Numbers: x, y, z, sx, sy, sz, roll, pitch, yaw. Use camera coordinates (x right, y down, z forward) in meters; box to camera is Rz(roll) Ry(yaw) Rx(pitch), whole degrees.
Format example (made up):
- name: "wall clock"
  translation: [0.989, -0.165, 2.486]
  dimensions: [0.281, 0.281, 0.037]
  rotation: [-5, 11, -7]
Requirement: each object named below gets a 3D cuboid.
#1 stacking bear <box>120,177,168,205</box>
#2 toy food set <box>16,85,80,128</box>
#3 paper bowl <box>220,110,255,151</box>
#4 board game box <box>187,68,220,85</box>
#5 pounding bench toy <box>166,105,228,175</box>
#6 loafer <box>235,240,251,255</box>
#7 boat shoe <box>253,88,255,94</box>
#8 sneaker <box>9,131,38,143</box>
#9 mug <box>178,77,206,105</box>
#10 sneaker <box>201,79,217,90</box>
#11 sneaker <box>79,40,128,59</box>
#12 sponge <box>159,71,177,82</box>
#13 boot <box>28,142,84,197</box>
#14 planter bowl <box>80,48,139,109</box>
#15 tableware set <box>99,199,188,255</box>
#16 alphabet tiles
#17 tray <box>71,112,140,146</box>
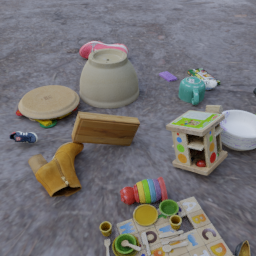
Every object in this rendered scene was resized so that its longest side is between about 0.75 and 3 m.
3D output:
- name: "stacking bear"
  translation: [0.408, 1.810, 7.814]
  dimensions: [1.247, 0.709, 0.757]
  rotation: [-10, 36, -4]
- name: "toy food set"
  translation: [-3.280, -1.009, 11.570]
  dimensions: [2.539, 0.618, 2.513]
  rotation: [27, 45, 32]
- name: "paper bowl"
  translation: [3.890, 0.144, 9.816]
  dimensions: [1.668, 0.868, 1.668]
  rotation: [0, 36, 0]
- name: "board game box"
  translation: [3.746, -2.530, 13.966]
  dimensions: [0.888, 0.199, 1.695]
  rotation: [-14, 39, -15]
- name: "pounding bench toy"
  translation: [2.427, 0.325, 8.884]
  dimensions: [2.052, 1.601, 1.275]
  rotation: [-31, 28, -36]
- name: "loafer"
  translation: [2.599, 3.049, 6.350]
  dimensions: [0.389, 0.386, 1.068]
  rotation: [11, 39, 12]
- name: "boat shoe"
  translation: [6.413, -2.009, 12.896]
  dimensions: [0.543, 0.658, 1.917]
  rotation: [28, 47, 33]
- name: "sneaker"
  translation: [-3.601, 0.350, 9.588]
  dimensions: [1.074, 0.403, 0.454]
  rotation: [3, 9, 26]
- name: "mug"
  translation: [2.899, -1.686, 12.272]
  dimensions: [1.131, 0.851, 1.376]
  rotation: [-22, 42, -27]
- name: "sneaker"
  translation: [3.418, -2.039, 12.964]
  dimensions: [1.381, 0.501, 0.496]
  rotation: [2, 80, 12]
- name: "sneaker"
  translation: [-1.359, -4.142, 15.420]
  dimensions: [2.763, 1.018, 1.198]
  rotation: [1, 38, 0]
- name: "sponge"
  translation: [2.011, -2.589, 14.086]
  dimensions: [0.492, 0.132, 0.882]
  rotation: [-18, 41, -23]
- name: "boot"
  translation: [-1.829, 1.275, 8.583]
  dimensions: [1.521, 0.748, 2.125]
  rotation: [45, 36, 22]
- name: "planter bowl"
  translation: [-0.855, -2.354, 12.353]
  dimensions: [2.747, 1.848, 2.747]
  rotation: [0, 37, 0]
- name: "tableware set"
  translation: [0.353, 2.451, 6.975]
  dimensions: [2.093, 0.321, 1.410]
  rotation: [-10, 38, -4]
- name: "alphabet tiles"
  translation: [1.197, 2.970, 6.512]
  dimensions: [2.272, 0.103, 2.718]
  rotation: [-16, 39, -12]
- name: "tray"
  translation: [-0.726, 0.068, 9.270]
  dimensions: [2.072, 1.022, 0.384]
  rotation: [4, 38, -27]
